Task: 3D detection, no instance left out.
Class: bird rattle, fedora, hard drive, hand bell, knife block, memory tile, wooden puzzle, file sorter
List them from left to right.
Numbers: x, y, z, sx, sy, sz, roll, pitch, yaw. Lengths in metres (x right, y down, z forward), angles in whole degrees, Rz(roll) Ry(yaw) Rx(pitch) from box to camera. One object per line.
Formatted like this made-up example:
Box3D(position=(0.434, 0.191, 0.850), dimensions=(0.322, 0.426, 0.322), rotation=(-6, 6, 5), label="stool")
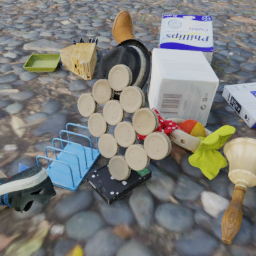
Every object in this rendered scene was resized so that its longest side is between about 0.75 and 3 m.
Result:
Box3D(position=(-3.775, 1.525, 6.703), dimensions=(1.951, 0.338, 2.891), rotation=(26, 43, 29), label="wooden puzzle")
Box3D(position=(-1.515, 0.694, 7.348), dimensions=(1.040, 0.919, 1.498), rotation=(14, 40, 16), label="file sorter")
Box3D(position=(-1.712, -3.233, 12.390), dimensions=(2.240, 0.817, 2.552), rotation=(-31, 47, -32), label="knife block")
Box3D(position=(-0.301, -2.035, 9.672), dimensions=(2.250, 2.250, 1.028), rotation=(30, 18, 32), label="fedora")
Box3D(position=(-0.218, 1.249, 7.164), dimensions=(1.406, 0.266, 0.983), rotation=(-28, 46, -30), label="hard drive")
Box3D(position=(-0.173, -0.111, 6.701), dimensions=(0.205, 1.872, 2.443), rotation=(-9, 68, -55), label="memory tile")
Box3D(position=(1.578, 0.269, 7.773), dimensions=(2.532, 1.426, 2.064), rotation=(18, 16, 21), label="bird rattle")
Box3D(position=(2.547, 1.494, 6.439), dimensions=(1.244, 1.244, 2.389), rotation=(17, 53, 21), label="hand bell")

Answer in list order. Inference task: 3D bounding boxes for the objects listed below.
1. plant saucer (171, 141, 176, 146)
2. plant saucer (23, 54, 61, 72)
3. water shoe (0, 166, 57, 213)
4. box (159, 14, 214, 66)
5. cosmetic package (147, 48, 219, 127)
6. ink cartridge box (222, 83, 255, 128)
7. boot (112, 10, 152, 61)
Box3D(position=(1.203, 0.254, 8.555), dimensions=(0.792, 0.117, 0.792), rotation=(1, 38, -1), label="plant saucer")
Box3D(position=(-3.691, -2.813, 12.265), dimensions=(1.393, 0.334, 1.395), rotation=(0, 38, 0), label="plant saucer")
Box3D(position=(-2.457, 1.477, 5.904), dimensions=(2.104, 0.830, 0.752), rotation=(-21, 14, 27), label="water shoe")
Box3D(position=(2.492, -3.685, 12.137), dimensions=(2.191, 1.250, 2.382), rotation=(4, 57, 6), label="box")
Box3D(position=(1.649, -1.344, 9.148), dimensions=(1.740, 1.751, 2.092), rotation=(2, 39, -5), label="cosmetic package")
Box3D(position=(4.346, -0.681, 9.437), dimensions=(1.279, 0.504, 2.572), rotation=(-6, 37, -8), label="ink cartridge box")
Box3D(position=(0.174, -3.271, 11.110), dimensions=(0.945, 2.464, 1.913), rotation=(-7, 28, -34), label="boot")
